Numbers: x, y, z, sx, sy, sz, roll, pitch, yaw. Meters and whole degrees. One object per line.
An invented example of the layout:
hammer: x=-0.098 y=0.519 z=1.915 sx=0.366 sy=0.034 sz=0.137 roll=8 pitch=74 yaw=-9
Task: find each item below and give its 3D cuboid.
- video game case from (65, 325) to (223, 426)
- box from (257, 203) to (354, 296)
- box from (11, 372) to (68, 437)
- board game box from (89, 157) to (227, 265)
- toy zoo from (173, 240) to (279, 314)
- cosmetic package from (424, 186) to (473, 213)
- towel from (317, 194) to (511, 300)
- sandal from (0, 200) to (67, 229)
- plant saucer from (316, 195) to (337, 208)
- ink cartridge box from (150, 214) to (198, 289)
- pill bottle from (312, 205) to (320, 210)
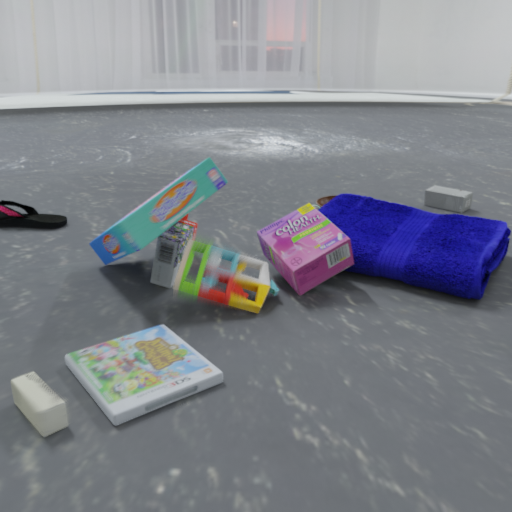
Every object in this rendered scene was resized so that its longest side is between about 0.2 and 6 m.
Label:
video game case: x=-1.444 y=1.420 z=7.092 sx=1.444 sy=0.175 sz=1.587 roll=-15 pitch=25 yaw=-34
box: x=0.836 y=-0.143 z=9.624 sx=1.125 sy=0.618 sz=1.279 roll=-29 pitch=43 yaw=-12
box: x=-2.441 y=1.649 z=6.282 sx=0.287 sy=0.345 sz=0.840 roll=-18 pitch=29 yaw=-40
board game box: x=-1.786 y=-0.710 z=9.774 sx=1.892 sy=0.560 sz=2.488 roll=-41 pitch=13 yaw=-26
toy zoo: x=-0.418 y=0.343 z=8.945 sx=1.630 sy=0.167 sz=1.069 roll=17 pitch=40 yaw=-5
cosmetic package: x=4.822 y=-1.434 z=14.090 sx=1.046 sy=0.472 sz=0.559 roll=21 pitch=33 yaw=37
towel: x=2.705 y=-0.365 z=10.652 sx=3.728 sy=0.924 sz=2.753 roll=12 pitch=23 yaw=29
sandal: x=-5.457 y=-0.983 z=12.818 sx=2.300 sy=0.518 sz=0.864 roll=3 pitch=21 yaw=6
plant saucer: x=2.176 y=-1.209 z=13.804 sx=1.407 sy=0.242 sz=1.407 roll=0 pitch=20 yaw=0
ink cartridge box: x=-1.382 y=-0.163 z=10.110 sx=0.410 sy=0.887 sz=1.629 roll=17 pitch=23 yaw=6
pill bottle: x=1.177 y=-0.891 z=12.494 sx=0.388 sy=0.388 sz=0.686 roll=12 pitch=22 yaw=29
